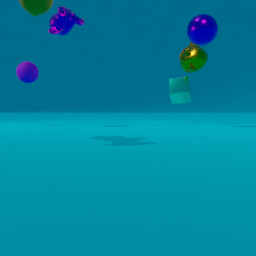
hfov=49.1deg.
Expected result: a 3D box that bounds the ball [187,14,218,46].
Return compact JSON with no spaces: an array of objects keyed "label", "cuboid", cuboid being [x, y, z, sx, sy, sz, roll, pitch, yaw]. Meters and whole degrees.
[{"label":"ball","cuboid":[2.260,-2.982,8.522,0.917,0.917,0.917,0,3,0]}]

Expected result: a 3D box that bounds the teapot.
[{"label":"teapot","cuboid":[2.401,-2.619,10.550,1.086,1.746,0.855,-15,-41,35]}]

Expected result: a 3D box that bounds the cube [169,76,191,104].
[{"label":"cube","cuboid":[2.056,-1.479,11.060,0.752,0.752,0.752,-5,-29,18]}]

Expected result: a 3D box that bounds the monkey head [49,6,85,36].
[{"label":"monkey head","cuboid":[-1.914,-3.240,8.764,0.994,0.832,1.381,28,28,-2]}]

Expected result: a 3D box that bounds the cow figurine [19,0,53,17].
[{"label":"cow figurine","cuboid":[-1.443,-2.354,4.363,0.737,1.342,1.321,8,39,-14]}]

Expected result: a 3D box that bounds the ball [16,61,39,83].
[{"label":"ball","cuboid":[-3.377,-1.873,9.427,0.712,0.712,0.712,0,3,0]}]
